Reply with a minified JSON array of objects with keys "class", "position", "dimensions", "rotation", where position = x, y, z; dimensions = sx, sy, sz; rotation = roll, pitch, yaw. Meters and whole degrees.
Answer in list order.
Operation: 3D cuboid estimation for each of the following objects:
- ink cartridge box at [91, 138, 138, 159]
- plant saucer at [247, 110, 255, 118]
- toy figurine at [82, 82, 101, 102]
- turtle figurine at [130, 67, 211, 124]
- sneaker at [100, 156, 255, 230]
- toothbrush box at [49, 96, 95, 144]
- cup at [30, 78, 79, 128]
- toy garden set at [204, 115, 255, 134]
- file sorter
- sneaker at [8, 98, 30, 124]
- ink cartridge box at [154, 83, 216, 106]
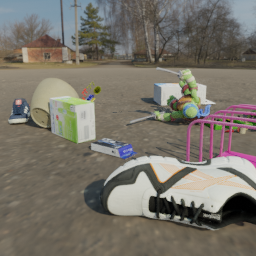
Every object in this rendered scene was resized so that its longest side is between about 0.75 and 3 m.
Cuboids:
[{"class":"ink cartridge box","position":[-0.356,0.520,7.319],"dimensions":[1.164,0.228,0.579],"rotation":[12,18,34]},{"class":"plant saucer","position":[6.049,-0.485,10.673],"dimensions":[2.761,0.429,2.761],"rotation":[-1,15,0]},{"class":"toy figurine","position":[-1.725,-1.340,12.064],"dimensions":[0.618,1.173,0.702],"rotation":[38,-25,-8]},{"class":"turtle figurine","position":[1.675,-1.261,10.514],"dimensions":[2.788,2.006,2.703],"rotation":[5,15,9]},{"class":"sneaker","position":[0.834,1.004,4.204],"dimensions":[2.542,0.937,1.017],"rotation":[-6,29,0]},{"class":"toothbrush box","position":[-1.715,-0.296,8.550],"dimensions":[0.679,1.149,1.578],"rotation":[-13,20,-39]},{"class":"cup","position":[-2.656,-0.697,9.672],"dimensions":[1.692,1.692,1.210],"rotation":[5,40,18]},{"class":"toy garden set","position":[3.863,-0.178,9.577],"dimensions":[1.927,0.385,1.606],"rotation":[-3,15,-11]},{"class":"file sorter","position":[2.333,0.375,5.524],"dimensions":[1.576,1.422,2.268],"rotation":[12,19,39]},{"class":"sneaker","position":[-4.175,-0.702,10.723],"dimensions":[0.720,0.812,1.921],"rotation":[-4,16,-14]},{"class":"ink cartridge box","position":[2.892,-1.768,14.379],"dimensions":[2.865,0.972,1.650],"rotation":[-2,15,-8]}]
